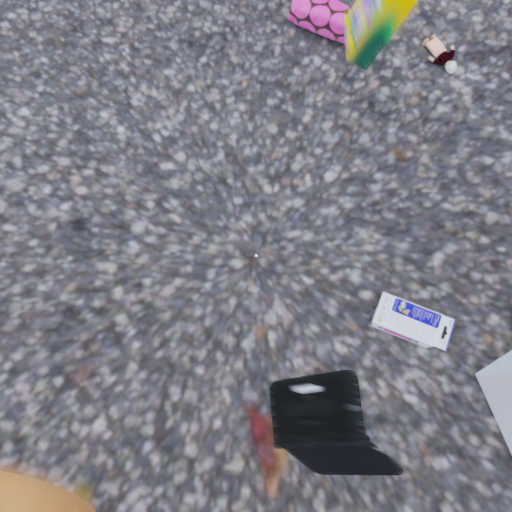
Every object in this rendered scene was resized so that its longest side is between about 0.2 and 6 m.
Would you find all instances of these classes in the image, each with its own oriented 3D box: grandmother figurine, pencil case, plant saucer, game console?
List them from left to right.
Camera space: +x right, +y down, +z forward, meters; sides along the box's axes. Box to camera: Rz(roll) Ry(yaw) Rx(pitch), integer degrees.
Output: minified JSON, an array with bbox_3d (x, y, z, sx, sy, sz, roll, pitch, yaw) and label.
[{"bbox_3d":[-2.313,2.387,5.192,1.589,1.589,0.297,5,50,2],"label":"plant saucer"},{"bbox_3d":[1.607,-5.060,11.805,1.810,0.821,0.848,30,56,10],"label":"pencil case"},{"bbox_3d":[0.795,1.760,5.807,0.686,1.179,1.037,11,67,-42],"label":"game console"},{"bbox_3d":[3.885,-4.189,11.678,0.569,0.284,0.938,-31,69,16],"label":"grandmother figurine"}]

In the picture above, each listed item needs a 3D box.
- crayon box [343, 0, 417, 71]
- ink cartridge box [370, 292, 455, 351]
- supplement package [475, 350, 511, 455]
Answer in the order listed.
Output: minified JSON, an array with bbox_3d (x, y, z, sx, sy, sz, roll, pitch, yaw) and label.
[{"bbox_3d":[2.046,-4.115,9.459,0.448,1.327,1.538,24,43,-18],"label":"crayon box"},{"bbox_3d":[2.585,1.101,9.257,1.260,0.234,0.597,20,66,12],"label":"ink cartridge box"},{"bbox_3d":[4.499,2.200,7.758,1.547,2.012,2.104,-15,66,-7],"label":"supplement package"}]
